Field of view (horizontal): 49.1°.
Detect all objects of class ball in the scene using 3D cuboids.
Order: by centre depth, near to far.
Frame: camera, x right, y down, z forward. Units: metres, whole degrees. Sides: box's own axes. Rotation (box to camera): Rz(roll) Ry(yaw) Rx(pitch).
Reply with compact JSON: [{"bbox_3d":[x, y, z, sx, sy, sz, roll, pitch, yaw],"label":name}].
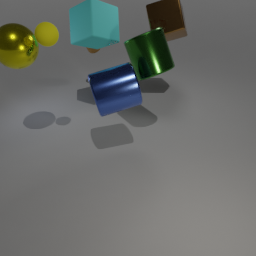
[{"bbox_3d":[-2.426,-2.793,8.358,0.700,0.700,0.700,0,32,0],"label":"ball"},{"bbox_3d":[-3.550,-2.576,8.867,1.400,1.400,1.400,0,32,0],"label":"ball"}]

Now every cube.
[{"bbox_3d":[-1.321,-4.025,11.017,1.400,1.400,1.400,-1,3,44],"label":"cube"},{"bbox_3d":[1.709,-4.634,12.139,1.400,1.400,1.400,-11,2,17],"label":"cube"}]

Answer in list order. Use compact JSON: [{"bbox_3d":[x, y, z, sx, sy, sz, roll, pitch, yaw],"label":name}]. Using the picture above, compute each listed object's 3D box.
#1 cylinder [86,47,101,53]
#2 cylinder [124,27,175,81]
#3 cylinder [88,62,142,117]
[{"bbox_3d":[-1.794,-4.217,13.973,0.700,0.700,0.700,-9,59,15],"label":"cylinder"},{"bbox_3d":[0.743,-2.537,9.672,1.400,1.400,1.400,-20,14,5],"label":"cylinder"},{"bbox_3d":[-0.413,-1.220,8.916,1.400,1.400,1.400,-18,34,-3],"label":"cylinder"}]
